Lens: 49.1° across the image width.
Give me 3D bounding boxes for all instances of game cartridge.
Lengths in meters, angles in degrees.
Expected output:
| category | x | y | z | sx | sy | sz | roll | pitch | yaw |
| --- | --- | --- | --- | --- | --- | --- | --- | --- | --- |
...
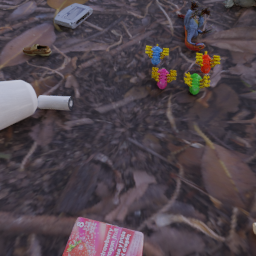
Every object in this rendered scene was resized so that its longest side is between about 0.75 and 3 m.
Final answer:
| category | x | y | z | sx | sy | sz | roll | pitch | yaw |
| --- | --- | --- | --- | --- | --- | --- | --- | --- | --- |
| game cartridge | -2.390 | -4.866 | 12.114 | 1.074 | 0.330 | 1.613 | 24 | 54 | 14 |

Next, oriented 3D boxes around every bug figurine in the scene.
| category | x | y | z | sx | sy | sz | roll | pitch | yaw |
| --- | --- | --- | --- | --- | --- | --- | --- | --- | --- |
| bug figurine | 1.760 | -2.017 | 9.506 | 2.543 | 0.654 | 1.972 | 11 | 57 | 4 |

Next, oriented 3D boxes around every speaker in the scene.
| category | x | y | z | sx | sy | sz | roll | pitch | yaw |
| --- | --- | --- | --- | --- | --- | --- | --- | --- | --- |
| speaker | -2.213 | -0.764 | 8.524 | 1.040 | 0.422 | 0.422 | 4 | 50 | 13 |

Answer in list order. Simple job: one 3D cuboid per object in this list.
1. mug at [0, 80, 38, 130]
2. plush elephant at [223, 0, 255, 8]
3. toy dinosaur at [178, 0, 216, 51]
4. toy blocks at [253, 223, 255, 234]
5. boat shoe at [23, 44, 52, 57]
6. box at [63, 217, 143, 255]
| category | x | y | z | sx | sy | sz | roll | pitch | yaw |
| --- | --- | --- | --- | --- | --- | --- | --- | --- | --- |
| mug | -3.527 | -0.843 | 8.065 | 1.437 | 1.402 | 1.751 | -23 | 61 | -34 |
| plush elephant | 5.467 | -6.562 | 12.473 | 2.443 | 1.892 | 2.012 | -20 | 53 | -16 |
| toy dinosaur | 2.642 | -3.898 | 11.168 | 1.247 | 2.374 | 2.155 | 28 | 78 | -16 |
| toy blocks | 3.467 | 2.285 | 5.241 | 1.497 | 1.662 | 1.778 | -3 | 47 | 5 |
| boat shoe | -3.389 | -2.948 | 10.438 | 1.066 | 0.394 | 0.403 | 4 | 50 | 3 |
| box | -0.657 | 3.146 | 4.710 | 1.317 | 1.375 | 2.759 | 11 | 52 | 9 |
